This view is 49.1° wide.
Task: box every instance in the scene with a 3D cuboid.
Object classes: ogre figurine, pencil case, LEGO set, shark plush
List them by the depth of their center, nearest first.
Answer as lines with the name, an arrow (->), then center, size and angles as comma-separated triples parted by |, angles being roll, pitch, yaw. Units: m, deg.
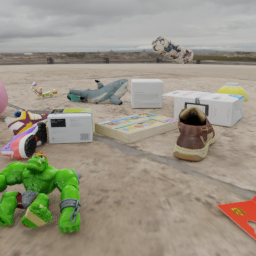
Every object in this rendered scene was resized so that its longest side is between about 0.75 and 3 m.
ogre figurine -> -1.555, 1.011, 4.473 | 1.855, 0.910, 1.112 | -10, 30, 19
pencil case -> 1.662, -2.903, 10.509 | 1.643, 0.639, 0.735 | 11, 9, -36
shark plush -> -1.383, -1.825, 13.678 | 2.798, 1.165, 1.271 | 1, 16, 4
LEGO set -> -4.406, -1.830, 14.847 | 1.584, 0.729, 0.590 | 16, 16, -48

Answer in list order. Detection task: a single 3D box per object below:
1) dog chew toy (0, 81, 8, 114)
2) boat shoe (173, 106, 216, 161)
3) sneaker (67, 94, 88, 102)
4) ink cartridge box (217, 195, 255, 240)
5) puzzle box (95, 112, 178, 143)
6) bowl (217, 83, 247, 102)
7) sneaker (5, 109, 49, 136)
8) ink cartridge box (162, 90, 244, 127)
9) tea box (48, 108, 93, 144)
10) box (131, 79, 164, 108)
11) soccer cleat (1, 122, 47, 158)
dog chew toy -> -5.811, -0.958, 10.101 | 2.642, 1.645, 1.645 | -23, 27, -35
boat shoe -> 1.874, -0.079, 7.761 | 1.067, 1.065, 2.958 | 6, 17, 21
sneaker -> -2.493, -1.478, 14.048 | 1.106, 0.411, 0.484 | 14, 8, 8
ink cartridge box -> 2.718, 1.242, 4.203 | 2.100, 0.496, 1.681 | -4, 17, -18
puzzle box -> 0.331, -0.075, 9.137 | 2.409, 0.306, 1.602 | -15, 22, -42
bowl -> 5.365, -1.895, 14.516 | 1.591, 0.856, 1.591 | 0, 15, 0
sneaker -> -3.014, -0.281, 8.590 | 0.684, 0.822, 1.825 | -37, 9, 14
ink cartridge box -> 2.788, -0.815, 10.603 | 2.689, 0.912, 1.560 | 11, 19, 34
tea box -> -1.658, -0.103, 8.309 | 1.214, 0.811, 1.194 | -1, 16, -4
box -> 0.831, -1.608, 12.850 | 1.394, 1.200, 1.401 | -1, 16, -2
soccer cleat -> -2.653, 0.280, 7.414 | 0.684, 0.638, 1.869 | -4, 18, 3
